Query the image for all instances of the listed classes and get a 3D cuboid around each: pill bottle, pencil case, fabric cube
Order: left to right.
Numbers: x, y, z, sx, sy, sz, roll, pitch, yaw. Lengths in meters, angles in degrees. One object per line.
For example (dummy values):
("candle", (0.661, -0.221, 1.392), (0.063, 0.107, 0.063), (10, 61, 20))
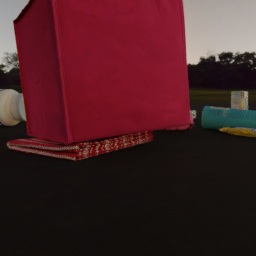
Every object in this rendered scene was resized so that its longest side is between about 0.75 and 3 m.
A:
("pill bottle", (-4.425, -0.701, 9.656), (2.252, 1.262, 1.262), (2, 7, 15))
("fabric cube", (-0.625, -1.200, 5.867), (2.652, 2.610, 2.661), (-10, 8, -32))
("pencil case", (1.212, -0.218, 8.302), (1.466, 0.665, 0.687), (-2, -25, -13))

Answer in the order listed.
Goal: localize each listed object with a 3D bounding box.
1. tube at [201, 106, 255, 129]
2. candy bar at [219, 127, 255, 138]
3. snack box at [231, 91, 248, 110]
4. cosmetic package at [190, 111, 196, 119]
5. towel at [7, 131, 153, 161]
("tube", (3.620, -0.224, 8.231), (2.784, 0.702, 1.078), (6, 35, 30))
("candy bar", (3.301, 0.131, 7.030), (0.502, 0.223, 2.013), (-6, 8, -39))
("snack box", (4.538, -0.879, 11.352), (0.456, 1.225, 1.722), (3, 7, 30))
("cosmetic package", (2.643, -0.624, 12.938), (0.890, 0.361, 0.502), (7, 11, 42))
("towel", (-0.861, 0.219, 5.959), (1.896, 0.295, 2.622), (3, 8, 34))
